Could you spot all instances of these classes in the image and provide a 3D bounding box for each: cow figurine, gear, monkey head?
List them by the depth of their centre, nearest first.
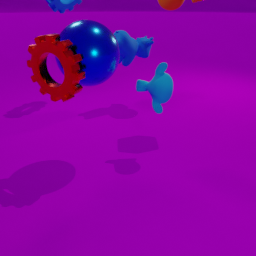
[{"bbox_3d":[-1.456,-1.179,5.591,1.319,1.319,0.244,14,31,27],"label":"gear"},{"bbox_3d":[0.629,-0.956,6.605,0.841,1.170,0.705,4,11,-4],"label":"monkey head"},{"bbox_3d":[-2.109,-4.810,9.802,0.310,1.678,1.678,50,42,9],"label":"gear"},{"bbox_3d":[0.101,-2.958,9.922,0.888,1.619,1.593,30,79,44],"label":"cow figurine"}]

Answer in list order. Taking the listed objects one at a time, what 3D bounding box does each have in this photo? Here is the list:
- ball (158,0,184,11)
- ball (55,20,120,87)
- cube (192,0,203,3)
[{"bbox_3d":[1.455,-4.466,9.419,0.954,0.954,0.954,0,25,0],"label":"ball"},{"bbox_3d":[-0.875,-1.607,6.088,1.396,1.396,1.396,0,25,0],"label":"ball"},{"bbox_3d":[2.043,-3.875,7.275,0.774,0.774,0.774,-20,0,-16],"label":"cube"}]
